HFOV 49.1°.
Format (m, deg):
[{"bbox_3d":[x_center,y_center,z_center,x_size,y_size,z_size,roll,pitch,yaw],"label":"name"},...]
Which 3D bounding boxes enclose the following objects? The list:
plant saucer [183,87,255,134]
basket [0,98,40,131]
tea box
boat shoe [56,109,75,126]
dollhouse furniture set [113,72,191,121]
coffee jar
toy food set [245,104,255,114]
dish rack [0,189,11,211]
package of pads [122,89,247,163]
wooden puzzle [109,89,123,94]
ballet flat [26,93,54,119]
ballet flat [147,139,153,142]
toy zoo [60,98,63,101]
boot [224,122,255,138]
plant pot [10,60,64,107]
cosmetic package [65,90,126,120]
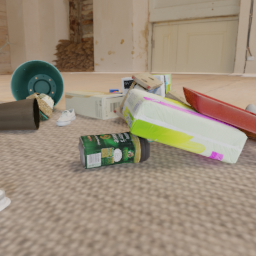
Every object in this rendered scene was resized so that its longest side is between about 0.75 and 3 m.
[{"bbox_3d":[2.826,-0.460,7.997,2.523,0.464,2.527,20,14,-3],"label":"plant saucer"},{"bbox_3d":[-4.234,-0.447,10.354,1.683,1.144,1.517,-7,29,-9],"label":"basket"},{"bbox_3d":[1.136,-2.230,15.941,2.311,1.544,2.274,1,14,24],"label":"tea box"},{"bbox_3d":[-2.592,-0.480,11.597,0.553,0.502,1.503,1,14,4],"label":"boat shoe"},{"bbox_3d":[1.121,-0.849,11.662,2.569,1.810,1.800,35,25,12],"label":"dollhouse furniture set"},{"bbox_3d":[-0.341,0.529,7.171,1.745,0.744,0.910,-5,19,-18],"label":"coffee jar"},{"bbox_3d":[4.324,-0.735,11.852,2.849,0.861,2.045,6,16,21],"label":"toy food set"},{"bbox_3d":[-3.156,1.364,4.693,1.608,0.408,1.874,4,14,17],"label":"dish rack"},{"bbox_3d":[1.376,-0.157,7.790,2.938,1.002,2.269,18,12,-12],"label":"package of pads"},{"bbox_3d":[-0.413,-2.295,18.613,2.090,0.522,2.256,-3,15,-11],"label":"wooden puzzle"},{"bbox_3d":[-3.951,-1.154,12.818,0.888,0.960,2.721,-45,38,-14],"label":"ballet flat"},{"bbox_3d":[1.158,0.125,9.360,1.423,0.455,0.538,-12,22,-40],"label":"ballet flat"},{"bbox_3d":[-4.573,-1.822,17.622,0.645,0.101,0.984,-10,18,-33],"label":"toy zoo"},{"bbox_3d":[3.635,0.069,9.345,2.578,0.938,2.739,4,18,-27],"label":"boot"},{"bbox_3d":[-4.487,-2.085,14.338,2.481,2.481,1.991,-3,5,-10],"label":"plant pot"},{"bbox_3d":[-1.584,-1.168,13.252,2.835,1.008,1.491,13,19,41],"label":"cosmetic package"}]
